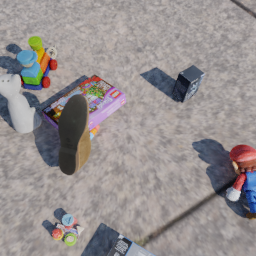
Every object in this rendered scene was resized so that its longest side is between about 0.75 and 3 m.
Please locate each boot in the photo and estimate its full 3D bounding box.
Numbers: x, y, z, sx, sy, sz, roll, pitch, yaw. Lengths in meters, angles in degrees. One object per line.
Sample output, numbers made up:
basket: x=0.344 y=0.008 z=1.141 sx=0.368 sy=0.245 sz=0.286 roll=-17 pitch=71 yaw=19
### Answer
boot: x=-1.644 y=0.161 z=9.228 sx=0.984 sy=2.673 sz=1.009 roll=18 pitch=19 yaw=22

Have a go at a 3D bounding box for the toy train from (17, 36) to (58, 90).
toy train: x=-3.775 y=-3.223 z=11.976 sx=1.253 sy=1.713 sz=2.960 roll=8 pitch=58 yaw=4

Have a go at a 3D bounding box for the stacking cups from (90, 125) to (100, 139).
stacking cups: x=-1.478 y=0.293 z=10.564 sx=0.344 sy=0.344 sz=1.136 roll=23 pitch=59 yaw=14

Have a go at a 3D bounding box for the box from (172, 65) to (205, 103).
box: x=2.410 y=-1.767 z=11.290 sx=0.898 sy=1.210 sz=0.648 roll=-31 pitch=62 yaw=-28

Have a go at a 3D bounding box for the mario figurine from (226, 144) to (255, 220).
mario figurine: x=4.101 y=1.755 z=9.455 sx=1.525 sy=1.309 sz=2.471 roll=8 pitch=62 yaw=-38

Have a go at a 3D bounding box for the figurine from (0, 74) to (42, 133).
figurine: x=-4.757 y=-0.797 z=9.817 sx=2.812 sy=2.744 sz=1.211 roll=-12 pitch=58 yaw=-8

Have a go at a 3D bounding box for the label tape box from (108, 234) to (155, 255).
label tape box: x=-0.128 y=4.187 z=7.913 sx=1.299 sy=0.599 sz=1.814 roll=27 pitch=60 yaw=16

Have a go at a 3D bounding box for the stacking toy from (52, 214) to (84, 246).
stacking toy: x=-1.849 y=3.127 z=8.606 sx=0.782 sy=0.365 sz=0.864 roll=28 pitch=61 yaw=18

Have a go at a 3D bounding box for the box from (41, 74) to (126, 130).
box: x=-1.707 y=-0.855 z=11.010 sx=2.768 sy=0.541 sz=1.894 roll=-40 pitch=57 yaw=-22

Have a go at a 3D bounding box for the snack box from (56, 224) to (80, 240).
snack box: x=-1.898 y=3.265 z=8.794 sx=0.774 sy=0.094 sz=0.278 roll=14 pitch=58 yaw=9
